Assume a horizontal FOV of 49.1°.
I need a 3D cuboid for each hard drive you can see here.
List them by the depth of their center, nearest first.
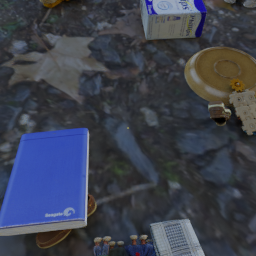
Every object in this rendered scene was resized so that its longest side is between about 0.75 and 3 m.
[{"bbox_3d":[-1.922,1.139,6.878,1.852,0.356,2.808,-6,43,-1],"label":"hard drive"}]

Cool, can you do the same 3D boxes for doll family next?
[{"bbox_3d":[0.088,2.894,5.822,1.880,0.738,1.087,-3,49,-5],"label":"doll family"}]

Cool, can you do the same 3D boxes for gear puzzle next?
[{"bbox_3d":[3.503,-0.663,8.416,0.998,0.252,1.927,-10,68,-17],"label":"gear puzzle"}]

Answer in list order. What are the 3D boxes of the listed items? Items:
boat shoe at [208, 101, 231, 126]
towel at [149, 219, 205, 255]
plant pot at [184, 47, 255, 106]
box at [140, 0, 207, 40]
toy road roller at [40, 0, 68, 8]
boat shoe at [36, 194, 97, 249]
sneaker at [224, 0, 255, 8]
[{"bbox_3d":[2.538,-0.305,7.811,0.527,1.428,0.528,-8,75,32],"label":"boat shoe"},{"bbox_3d":[1.099,2.592,6.078,1.150,0.206,1.194,5,51,-29],"label":"towel"},{"bbox_3d":[3.306,-1.883,9.412,2.740,0.377,2.740,0,55,0],"label":"plant pot"},{"bbox_3d":[1.663,-4.502,10.788,2.170,1.139,1.996,-4,55,-4],"label":"box"},{"bbox_3d":[-2.579,-5.957,11.689,1.595,1.343,2.185,30,59,19],"label":"toy road roller"},{"bbox_3d":[-1.445,2.086,6.484,1.608,0.543,0.579,-35,62,-22],"label":"boat shoe"},{"bbox_3d":[4.970,-5.701,11.960,1.598,0.603,0.909,18,59,15],"label":"sneaker"}]
